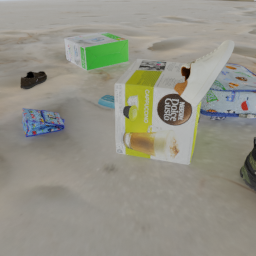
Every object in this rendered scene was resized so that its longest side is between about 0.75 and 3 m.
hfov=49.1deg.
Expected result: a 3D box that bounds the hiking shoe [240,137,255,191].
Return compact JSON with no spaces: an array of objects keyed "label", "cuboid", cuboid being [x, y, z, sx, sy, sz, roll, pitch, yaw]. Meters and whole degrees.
[{"label":"hiking shoe","cuboid":[2.991,0.993,5.154,0.782,1.039,2.065,-16,34,-26]}]

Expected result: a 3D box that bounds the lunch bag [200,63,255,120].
[{"label":"lunch bag","cuboid":[3.217,-1.243,9.022,2.401,1.132,2.996,2,29,-2]}]

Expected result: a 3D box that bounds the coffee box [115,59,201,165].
[{"label":"coffee box","cuboid":[0.830,-0.484,6.906,1.829,1.846,1.849,9,31,15]}]

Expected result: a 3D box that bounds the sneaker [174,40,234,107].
[{"label":"sneaker","cuboid":[1.436,-1.194,5.296,0.675,0.581,1.596,34,69,8]}]

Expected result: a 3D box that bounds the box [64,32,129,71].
[{"label":"box","cuboid":[-1.480,-3.681,13.270,2.331,1.127,2.056,-20,37,-29]}]

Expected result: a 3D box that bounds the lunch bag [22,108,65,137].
[{"label":"lunch bag","cuboid":[-2.334,-0.162,7.856,1.121,0.527,0.844,-1,26,-28]}]

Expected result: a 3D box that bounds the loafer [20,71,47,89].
[{"label":"loafer","cuboid":[-3.628,-1.963,10.850,0.522,0.510,1.430,8,31,14]}]

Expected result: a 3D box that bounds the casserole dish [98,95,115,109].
[{"label":"casserole dish","cuboid":[-0.541,-0.892,9.316,0.989,0.192,0.599,18,34,27]}]
